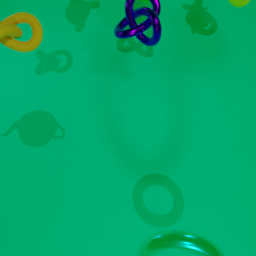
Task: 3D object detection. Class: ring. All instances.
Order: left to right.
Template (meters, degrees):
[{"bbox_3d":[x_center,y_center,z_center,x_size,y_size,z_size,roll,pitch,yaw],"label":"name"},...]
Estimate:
[{"bbox_3d":[0.796,2.041,4.237,1.355,1.355,0.271,11,34,5],"label":"ring"}]

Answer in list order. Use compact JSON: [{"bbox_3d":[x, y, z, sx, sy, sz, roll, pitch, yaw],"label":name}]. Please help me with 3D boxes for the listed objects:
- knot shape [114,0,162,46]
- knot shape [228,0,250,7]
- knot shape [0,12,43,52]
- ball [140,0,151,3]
[{"bbox_3d":[0.343,-2.961,7.416,1.476,0.682,1.382,18,100,26],"label":"knot shape"},{"bbox_3d":[2.536,-3.893,6.900,0.748,1.618,1.514,-20,39,12],"label":"knot shape"},{"bbox_3d":[-2.528,-1.990,5.714,1.320,0.610,1.235,-27,50,-33],"label":"knot shape"},{"bbox_3d":[0.607,-4.160,7.910,1.153,1.153,1.153,0,66,0],"label":"ball"}]
